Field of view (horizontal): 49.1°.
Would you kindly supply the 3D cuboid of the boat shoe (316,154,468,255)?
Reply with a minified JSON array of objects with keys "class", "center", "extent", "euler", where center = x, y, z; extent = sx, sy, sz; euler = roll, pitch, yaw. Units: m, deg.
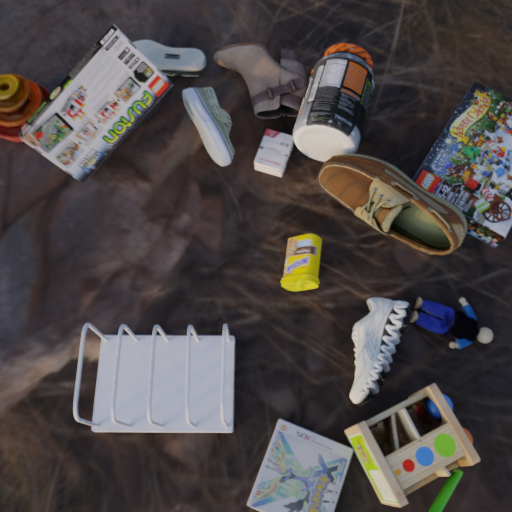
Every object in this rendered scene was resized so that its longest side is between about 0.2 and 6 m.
[{"class":"boat shoe","center":[2.639,-1.005,10.953],"extent":[3.119,1.180,1.152],"euler":[26,33,10]}]

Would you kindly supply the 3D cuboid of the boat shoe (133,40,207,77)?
[{"class":"boat shoe","center":[-2.059,-4.425,12.834],"extent":[1.878,0.598,0.664],"euler":[11,77,5]}]

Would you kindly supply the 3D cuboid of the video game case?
[{"class":"video game case","center":[0.781,3.850,9.756],"extent":[1.419,0.171,1.556],"euler":[20,70,8]}]

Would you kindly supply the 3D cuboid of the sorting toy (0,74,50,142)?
[{"class":"sorting toy","center":[-4.358,-3.196,11.960],"extent":[3.180,1.305,1.911],"euler":[-4,68,-2]}]

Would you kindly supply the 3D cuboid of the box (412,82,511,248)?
[{"class":"box","center":[4.830,-1.993,11.867],"extent":[2.147,0.592,3.144],"euler":[31,71,12]}]

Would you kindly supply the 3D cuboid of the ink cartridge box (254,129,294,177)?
[{"class":"ink cartridge box","center":[0.389,-2.212,12.077],"extent":[0.647,0.365,0.882],"euler":[18,69,7]}]

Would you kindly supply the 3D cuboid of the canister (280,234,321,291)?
[{"class":"canister","center":[0.901,0.127,10.985],"extent":[0.751,0.438,1.011],"euler":[-12,59,39]}]

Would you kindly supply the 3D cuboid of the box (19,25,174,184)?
[{"class":"box","center":[-3.169,-2.956,11.165],"extent":[2.811,1.547,0.488],"euler":[-45,40,6]}]

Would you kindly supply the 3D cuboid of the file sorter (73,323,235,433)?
[{"class":"file sorter","center":[-1.665,2.097,9.716],"extent":[2.520,1.569,1.749],"euler":[0,69,0]}]

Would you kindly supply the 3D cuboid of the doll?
[{"class":"doll","center":[3.774,1.258,10.690],"extent":[1.521,0.369,1.038],"euler":[22,71,9]}]

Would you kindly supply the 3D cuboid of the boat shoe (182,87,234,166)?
[{"class":"boat shoe","center":[-0.910,-2.894,12.017],"extent":[0.715,0.829,2.304],"euler":[-21,61,-10]}]

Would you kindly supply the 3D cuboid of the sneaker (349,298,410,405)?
[{"class":"sneaker","center":[2.125,1.725,10.371],"extent":[0.863,0.800,2.128],"euler":[19,67,23]}]

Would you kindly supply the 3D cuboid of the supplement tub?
[{"class":"supplement tub","center":[1.707,-3.274,11.944],"extent":[1.401,1.401,2.287],"euler":[16,68,6]}]

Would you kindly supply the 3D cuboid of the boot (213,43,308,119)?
[{"class":"boot","center":[0.091,-3.873,12.572],"extent":[2.206,0.775,1.613],"euler":[1,75,7]}]

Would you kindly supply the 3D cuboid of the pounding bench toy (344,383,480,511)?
[{"class":"pounding bench toy","center":[2.800,3.471,9.281],"extent":[1.684,1.341,2.159],"euler":[-24,70,-10]}]
